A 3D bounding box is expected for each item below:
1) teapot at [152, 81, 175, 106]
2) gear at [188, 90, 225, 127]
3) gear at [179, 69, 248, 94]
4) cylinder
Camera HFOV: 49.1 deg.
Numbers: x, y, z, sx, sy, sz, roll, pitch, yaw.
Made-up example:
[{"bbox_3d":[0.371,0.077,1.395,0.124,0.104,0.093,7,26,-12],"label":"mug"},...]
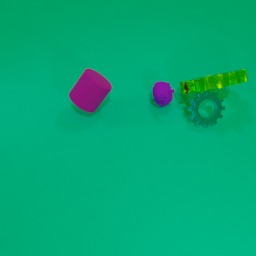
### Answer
[{"bbox_3d":[1.149,-1.094,8.860,0.639,0.811,1.305,-11,20,23],"label":"teapot"},{"bbox_3d":[2.342,-0.581,8.368,1.074,1.074,0.199,-6,12,-5],"label":"gear"},{"bbox_3d":[2.632,-1.449,8.702,1.990,0.368,1.990,-12,8,2],"label":"gear"},{"bbox_3d":[-1.128,-1.122,8.430,0.963,0.963,0.963,34,22,-16],"label":"cylinder"}]
